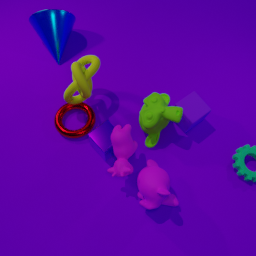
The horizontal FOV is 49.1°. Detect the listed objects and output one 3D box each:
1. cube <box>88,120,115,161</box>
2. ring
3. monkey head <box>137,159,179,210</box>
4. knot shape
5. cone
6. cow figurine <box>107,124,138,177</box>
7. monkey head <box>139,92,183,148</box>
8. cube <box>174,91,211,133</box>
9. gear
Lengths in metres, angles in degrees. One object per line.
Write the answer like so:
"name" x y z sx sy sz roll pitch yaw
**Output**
"cube" -0.645 0.379 8.325 0.753 0.753 0.753 -38 69 -18
"ring" -1.692 -0.279 8.941 1.330 0.266 1.330 0 63 0
"monkey head" 0.855 1.583 7.499 1.256 1.052 1.745 12 19 -11
"knot shape" -1.428 -1.356 8.512 0.765 1.549 1.655 17 38 -10
"cone" -2.611 -3.096 10.100 1.653 1.653 1.659 -8 89 -4
"cow figurine" -0.174 0.643 7.538 0.688 1.254 1.234 -5 29 24
"monkey head" 0.999 -0.349 8.413 1.351 1.132 1.878 12 72 21
"cube" 1.916 -0.483 8.681 0.804 0.804 0.804 -34 75 -17
"gear" 3.597 1.031 8.181 1.066 0.197 1.066 4 68 -9
